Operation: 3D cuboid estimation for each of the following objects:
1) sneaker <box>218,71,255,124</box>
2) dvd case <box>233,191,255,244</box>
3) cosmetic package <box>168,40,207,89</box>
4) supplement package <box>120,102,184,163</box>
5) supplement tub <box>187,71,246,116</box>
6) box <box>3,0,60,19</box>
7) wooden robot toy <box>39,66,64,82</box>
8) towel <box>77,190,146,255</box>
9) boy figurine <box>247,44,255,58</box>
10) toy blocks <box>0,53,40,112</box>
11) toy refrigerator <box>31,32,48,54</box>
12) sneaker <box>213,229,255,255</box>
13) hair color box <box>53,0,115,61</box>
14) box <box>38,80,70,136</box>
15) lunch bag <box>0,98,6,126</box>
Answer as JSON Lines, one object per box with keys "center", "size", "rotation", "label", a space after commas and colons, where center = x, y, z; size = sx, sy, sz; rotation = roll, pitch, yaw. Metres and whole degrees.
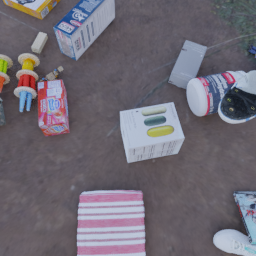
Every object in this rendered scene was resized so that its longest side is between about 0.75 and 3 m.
{"center": [2.958, -0.690, 7.226], "size": [0.951, 0.959, 2.645], "rotation": [39, 44, 15], "label": "sneaker"}
{"center": [4.079, 2.679, 8.531], "size": [1.258, 0.190, 1.723], "rotation": [1, 39, 0], "label": "dvd case"}
{"center": [2.365, -2.487, 11.097], "size": [0.955, 0.806, 1.788], "rotation": [21, 63, 6], "label": "cosmetic package"}
{"center": [0.744, 0.173, 9.455], "size": [1.815, 1.368, 1.378], "rotation": [-10, 64, -5], "label": "supplement package"}
{"center": [3.267, -1.275, 10.154], "size": [1.976, 1.387, 1.387], "rotation": [-13, 65, -7], "label": "supplement tub"}
{"center": [-4.607, -6.076, 13.017], "size": [2.493, 0.517, 1.484], "rotation": [26, 67, 15], "label": "box"}
{"center": [-2.959, -1.951, 11.119], "size": [1.130, 0.498, 0.513], "rotation": [-41, 106, -18], "label": "wooden robot toy"}
{"center": [-0.500, 3.314, 8.503], "size": [2.048, 0.419, 2.798], "rotation": [-1, 66, -1], "label": "towel"}
{"center": [5.505, -3.110, 11.657], "size": [1.002, 0.323, 0.623], "rotation": [34, 66, 18], "label": "boy figurine"}
{"center": [-4.414, -1.668, 10.661], "size": [1.915, 0.834, 2.298], "rotation": [-3, 65, -2], "label": "toy blocks"}
{"center": [-3.755, -3.620, 11.915], "size": [0.337, 0.311, 0.889], "rotation": [16, 66, 0], "label": "toy refrigerator"}
{"center": [3.425, 3.450, 8.127], "size": [1.772, 0.784, 0.667], "rotation": [12, 84, 8], "label": "sneaker"}
{"center": [-1.707, -4.406, 11.633], "size": [0.892, 1.475, 2.949], "rotation": [29, 67, 13], "label": "hair color box"}
{"center": [-2.698, -0.733, 10.167], "size": [0.924, 0.885, 1.853], "rotation": [-9, 64, -4], "label": "box"}
{"center": [-4.926, -0.763, 9.724], "size": [0.880, 1.228, 1.497], "rotation": [-9, 93, -4], "label": "lunch bag"}
